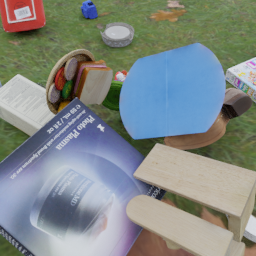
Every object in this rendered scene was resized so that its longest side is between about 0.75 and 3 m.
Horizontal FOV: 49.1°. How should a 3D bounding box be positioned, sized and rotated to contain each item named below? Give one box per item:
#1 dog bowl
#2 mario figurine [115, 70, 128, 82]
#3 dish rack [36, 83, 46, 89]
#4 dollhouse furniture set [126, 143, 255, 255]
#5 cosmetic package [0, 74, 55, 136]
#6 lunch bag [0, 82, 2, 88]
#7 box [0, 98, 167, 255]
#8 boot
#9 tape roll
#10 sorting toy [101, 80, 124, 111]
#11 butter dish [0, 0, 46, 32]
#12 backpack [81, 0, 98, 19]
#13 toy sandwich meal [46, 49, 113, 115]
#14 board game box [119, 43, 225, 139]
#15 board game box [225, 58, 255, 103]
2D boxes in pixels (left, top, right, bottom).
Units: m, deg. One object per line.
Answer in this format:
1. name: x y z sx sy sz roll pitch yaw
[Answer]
1. dog bowl: -0.455 -4.062 12.271 1.473 0.432 1.473 0 48 0
2. mario figurine: 0.148 -1.573 9.796 0.795 0.926 1.501 -40 63 -15
3. dish rack: -3.148 -1.222 9.830 1.202 0.328 0.922 30 54 22
4. dollhouse furniture set: 1.055 2.238 5.577 2.072 2.543 2.418 16 49 33
5. cosmetic package: -2.748 -0.471 8.545 2.507 0.891 1.319 30 59 14
6. lunch bag: -4.947 -1.062 9.401 1.074 0.805 1.266 11 56 12
7. box: -1.094 1.426 5.912 2.849 1.770 2.872 41 57 0
8. boot: 2.108 -0.260 7.990 2.816 2.059 0.989 -25 96 -3
9. tape roll: 3.333 1.977 7.012 1.813 0.331 1.813 1 49 -1
10. sorting toy: 0.165 -0.997 8.980 2.241 1.346 0.920 18 46 -10
11. butter dish: -4.653 -5.199 12.735 1.897 1.402 1.891 -9 90 -1
12. backpack: -1.930 -5.799 13.642 0.700 0.677 0.834 -19 52 -13
13. toy sandwich meal: -1.235 -1.067 7.267 0.704 2.055 2.055 29 55 20
14. board game box: 1.128 -0.859 7.346 2.907 0.566 2.296 -8 74 32
15. board game box: 5.240 -1.942 10.371 2.686 0.460 1.805 -25 53 -20
